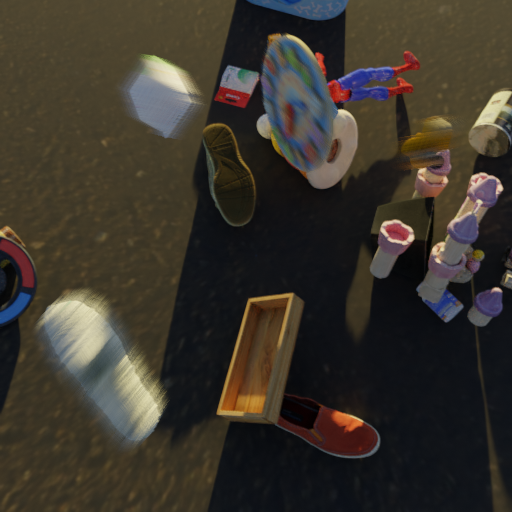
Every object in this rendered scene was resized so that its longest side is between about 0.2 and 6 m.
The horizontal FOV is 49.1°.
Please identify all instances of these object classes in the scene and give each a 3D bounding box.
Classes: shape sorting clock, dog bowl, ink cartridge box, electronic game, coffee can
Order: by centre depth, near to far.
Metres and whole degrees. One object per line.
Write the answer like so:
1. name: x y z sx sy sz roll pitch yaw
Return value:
1. ink cartridge box: -1.585 -2.603 9.154 0.785 0.451 1.341 -49 41 20
2. shape sorting clock: 0.674 -2.695 10.125 0.473 2.413 2.413 -23 64 -20
3. electronic game: -5.129 0.481 10.633 1.826 0.380 1.826 1 86 -17
4. coffee can: 5.483 -2.993 12.596 0.934 0.934 1.276 31 66 15
5. ink cartridge box: -0.481 -4.125 13.614 0.816 0.254 1.014 17 61 9
6. dog bowl: 0.986 -7.363 15.027 3.381 0.838 1.885 20 63 10

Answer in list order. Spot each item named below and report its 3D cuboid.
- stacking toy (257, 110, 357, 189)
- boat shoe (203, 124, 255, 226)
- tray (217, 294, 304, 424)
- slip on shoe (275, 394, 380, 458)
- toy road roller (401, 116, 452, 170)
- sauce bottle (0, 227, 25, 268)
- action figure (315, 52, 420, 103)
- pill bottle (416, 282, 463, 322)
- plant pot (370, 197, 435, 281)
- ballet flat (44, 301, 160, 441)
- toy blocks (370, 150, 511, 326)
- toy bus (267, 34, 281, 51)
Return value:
1. stacking toy: 0.887 -2.570 12.278 2.310 1.688 1.688 27 64 33
2. boat shoe: -0.623 -1.666 12.099 0.895 0.772 2.454 -16 69 -11
3. tray: 0.107 1.804 9.968 1.112 0.418 2.255 -11 53 41
4. slip on shoe: 1.133 2.886 9.589 2.016 0.617 0.747 20 62 10
5. toy road roller: 2.925 -1.955 9.716 0.647 0.544 0.886 24 99 49
6. sauce bottle: -5.530 0.235 11.004 0.652 0.652 1.977 41 67 20
7. action figure: 1.874 -4.096 13.056 3.428 1.118 1.697 -22 53 -20
8. pill bottle: 3.512 0.829 10.784 0.470 0.470 0.838 -35 67 -17
9. plant pot: 2.879 -0.393 11.052 1.087 1.222 1.225 9 55 21
10. ballet flat: -2.045 1.524 7.458 0.801 0.801 2.232 -38 94 -19
11. toy blocks: 3.979 -0.576 10.183 2.818 2.372 2.633 29 49 15
12. toy bus: 0.458 -4.870 13.589 0.318 0.978 0.383 -11 62 -6
